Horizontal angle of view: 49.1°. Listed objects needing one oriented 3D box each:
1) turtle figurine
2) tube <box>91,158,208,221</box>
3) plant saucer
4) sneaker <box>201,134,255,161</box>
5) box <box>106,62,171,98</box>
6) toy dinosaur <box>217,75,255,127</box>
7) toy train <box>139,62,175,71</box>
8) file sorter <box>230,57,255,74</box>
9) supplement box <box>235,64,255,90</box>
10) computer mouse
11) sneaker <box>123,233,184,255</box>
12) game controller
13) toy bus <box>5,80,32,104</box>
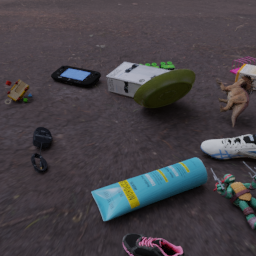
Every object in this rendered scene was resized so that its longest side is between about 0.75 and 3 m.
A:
[{"bbox_3d":[2.823,1.575,6.867,1.257,0.845,1.679,-24,54,-11],"label":"turtle figurine"},{"bbox_3d":[0.597,1.520,7.176,2.911,0.734,1.127,-16,23,-15],"label":"tube"},{"bbox_3d":[1.403,-1.328,10.335,2.420,2.420,0.376,-13,71,-19],"label":"plant saucer"},{"bbox_3d":[3.368,0.519,8.476,2.280,0.826,0.819,2,35,5],"label":"sneaker"},{"bbox_3d":[0.568,-1.978,12.007,2.633,0.792,1.536,18,46,29],"label":"box"},{"bbox_3d":[3.991,-1.134,10.039,1.421,0.900,2.097,-7,61,18],"label":"toy dinosaur"},{"bbox_3d":[1.238,-2.928,14.019,2.316,0.483,0.653,-7,45,-11],"label":"toy train"},{"bbox_3d":[5.863,-3.127,14.083,1.092,0.685,0.759,-18,37,-25],"label":"file sorter"},{"bbox_3d":[6.009,-2.218,12.674,1.944,0.715,1.225,21,39,28],"label":"supplement box"},{"bbox_3d":[-2.724,0.679,8.744,0.597,0.346,2.036,15,33,-22],"label":"computer mouse"},{"bbox_3d":[0.532,2.428,5.731,1.397,0.666,0.552,14,38,22],"label":"sneaker"},{"bbox_3d":[-2.475,-2.465,13.265,2.329,0.490,1.215,15,36,22],"label":"game controller"},{"bbox_3d":[-4.593,-1.459,11.676,1.069,1.009,0.552,-11,-9,-17],"label":"toy bus"}]
